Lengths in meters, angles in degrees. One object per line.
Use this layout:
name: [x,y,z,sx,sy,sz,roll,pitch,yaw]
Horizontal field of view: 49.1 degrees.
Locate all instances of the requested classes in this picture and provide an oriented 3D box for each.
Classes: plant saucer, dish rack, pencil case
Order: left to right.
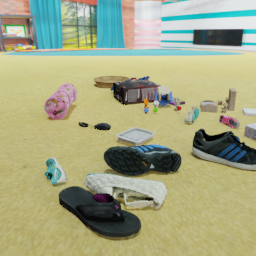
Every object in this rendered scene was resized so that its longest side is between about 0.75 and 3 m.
pencil case: [-3.108,-1.305,13.183,1.085,1.134,2.621,-5,21,1]
plant saucer: [-1.128,-3.160,19.171,2.467,0.437,2.467,0,20,0]
dish rack: [0.282,0.328,10.077,1.027,0.261,1.197,14,25,36]

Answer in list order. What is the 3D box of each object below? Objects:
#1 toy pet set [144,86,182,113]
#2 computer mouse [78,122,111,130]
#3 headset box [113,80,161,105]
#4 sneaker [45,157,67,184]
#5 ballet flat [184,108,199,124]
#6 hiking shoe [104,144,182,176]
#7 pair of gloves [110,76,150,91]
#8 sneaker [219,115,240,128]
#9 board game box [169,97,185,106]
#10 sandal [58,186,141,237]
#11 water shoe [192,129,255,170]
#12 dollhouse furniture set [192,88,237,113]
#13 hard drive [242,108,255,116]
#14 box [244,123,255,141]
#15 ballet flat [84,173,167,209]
toy pet set: [1.662,-1.192,13.818,1.752,0.931,1.636,-2,55,3]
computer mouse: [-1.373,-0.148,11.363,1.500,0.255,0.440,8,23,21]
headset box: [0.588,-2.031,15.456,2.419,0.907,1.798,-7,22,-19]
sneaker: [-2.059,1.159,7.642,0.461,0.449,1.157,-20,28,-25]
ballet flat: [2.758,-0.559,12.196,0.443,0.479,1.421,-1,18,26]
hiking shoe: [0.376,0.875,8.059,2.209,0.822,0.958,7,12,-10]
pair of gloves: [0.174,-2.730,17.233,1.971,0.279,2.451,-18,-2,42]
sneaker: [4.306,-0.288,11.619,0.517,0.428,1.083,4,19,-23]
board game box: [2.415,-1.430,14.944,0.712,0.191,1.186,-6,21,-28]
sandal: [-0.717,1.679,6.045,2.226,0.533,0.837,15,25,35]
water shoe: [3.109,0.593,8.384,2.367,0.934,0.846,8,22,21]
dollhouse furniture set: [4.218,-1.487,13.899,2.034,0.993,1.735,4,20,11]
hard drive: [6.004,-0.724,13.046,1.169,0.156,0.771,5,21,12]
box: [4.938,0.160,10.258,0.951,0.460,0.839,-10,25,-23]
ballet flat: [-0.118,1.476,6.502,2.029,0.728,0.728,3,21,10]
